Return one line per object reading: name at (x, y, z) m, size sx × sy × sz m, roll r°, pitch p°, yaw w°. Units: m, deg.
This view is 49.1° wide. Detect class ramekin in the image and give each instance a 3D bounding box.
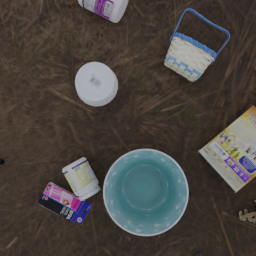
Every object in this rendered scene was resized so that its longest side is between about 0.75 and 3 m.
ramekin at (-1.246, -1.726, 10.865) m, size 1.691 × 0.824 × 1.691 m, roll 0°, pitch 88°, yaw 0°

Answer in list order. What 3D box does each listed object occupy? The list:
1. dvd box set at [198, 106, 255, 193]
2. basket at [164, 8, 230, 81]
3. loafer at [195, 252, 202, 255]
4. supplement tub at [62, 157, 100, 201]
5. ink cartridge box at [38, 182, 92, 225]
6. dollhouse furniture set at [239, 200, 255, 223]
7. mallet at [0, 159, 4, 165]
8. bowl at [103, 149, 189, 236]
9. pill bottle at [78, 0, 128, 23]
dvd box set at (4.413, 0.775, 10.641) m, size 2.800 × 0.412 × 2.048 m, roll -41°, pitch 70°, yaw 0°
basket at (2.451, -3.068, 10.523) m, size 1.974 × 1.557 × 2.238 m, roll 32°, pitch 98°, yaw -1°
loafer at (2.700, 5.327, 10.825) m, size 0.343 × 0.301 × 0.955 m, roll 7°, pitch 88°, yaw 0°
supplement tub at (-1.747, 1.927, 10.610) m, size 1.008 × 1.008 × 1.390 m, roll -29°, pitch 88°, yaw -1°
ink cartridge box at (-2.454, 2.962, 10.928) m, size 1.915 × 0.355 × 0.907 m, roll 28°, pitch 88°, yaw -1°
dollhouse furniture set at (4.837, 3.174, 10.696) m, size 0.910 × 0.797 × 0.604 m, roll -9°, pitch 89°, yaw -27°
mallet at (-5.298, 1.053, 10.993) m, size 1.017 × 0.335 × 0.209 m, roll 44°, pitch 88°, yaw 2°
bowl at (0.621, 2.258, 10.292) m, size 2.941 × 1.538 × 2.941 m, roll 0°, pitch 84°, yaw 2°
pill bottle at (-1.160, -5.082, 10.824) m, size 2.157 × 1.211 × 1.211 m, roll 28°, pitch 88°, yaw 2°
